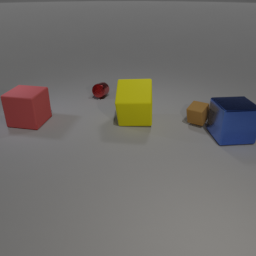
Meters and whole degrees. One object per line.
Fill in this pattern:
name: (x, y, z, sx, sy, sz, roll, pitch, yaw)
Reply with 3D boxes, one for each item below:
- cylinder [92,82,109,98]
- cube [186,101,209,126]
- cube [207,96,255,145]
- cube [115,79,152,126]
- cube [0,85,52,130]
cylinder: (-1.402, -1.973, 14.446, 0.700, 0.700, 0.700, 8, 19, 15)
cube: (2.908, -0.618, 11.617, 0.700, 0.700, 0.700, 16, 46, 35)
cube: (3.962, -0.302, 10.616, 1.400, 1.400, 1.400, -3, 26, -5)
cube: (0.285, -1.044, 11.541, 1.400, 1.400, 1.400, 0, 51, 6)
cube: (-4.220, -0.895, 11.784, 1.400, 1.400, 1.400, 5, 28, 10)
